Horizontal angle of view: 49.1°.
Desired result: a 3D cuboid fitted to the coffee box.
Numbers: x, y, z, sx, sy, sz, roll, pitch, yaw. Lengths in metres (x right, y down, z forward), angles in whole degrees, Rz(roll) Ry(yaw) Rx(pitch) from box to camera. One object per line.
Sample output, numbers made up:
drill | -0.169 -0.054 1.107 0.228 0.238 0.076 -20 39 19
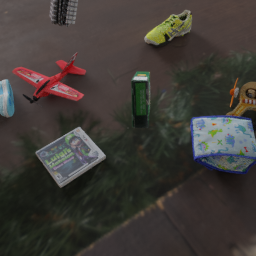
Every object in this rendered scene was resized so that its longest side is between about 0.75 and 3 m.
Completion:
coffee box | 0.254 -0.573 5.153 0.296 0.828 1.347 0 16 5

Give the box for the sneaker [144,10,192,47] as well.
sneaker | 1.650 -4.174 11.616 2.445 0.934 0.922 -34 61 -23

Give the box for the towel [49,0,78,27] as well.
towel | -1.901 -3.933 8.222 0.840 1.626 1.963 6 26 -16

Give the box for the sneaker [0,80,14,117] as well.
sneaker | -4.401 -0.873 9.188 1.134 0.691 1.736 -13 44 -13

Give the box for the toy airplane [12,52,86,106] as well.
toy airplane | -2.597 -1.766 9.972 2.785 0.512 2.785 3 53 -3

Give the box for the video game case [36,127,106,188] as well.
video game case | -1.674 0.792 8.174 1.541 0.180 1.401 -33 58 -23

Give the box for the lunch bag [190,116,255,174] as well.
lunch bag | 2.615 0.420 7.908 1.680 1.070 1.428 9 52 -5

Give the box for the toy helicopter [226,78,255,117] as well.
toy helicopter | 3.748 -0.838 9.152 1.272 0.758 1.923 39 71 21
